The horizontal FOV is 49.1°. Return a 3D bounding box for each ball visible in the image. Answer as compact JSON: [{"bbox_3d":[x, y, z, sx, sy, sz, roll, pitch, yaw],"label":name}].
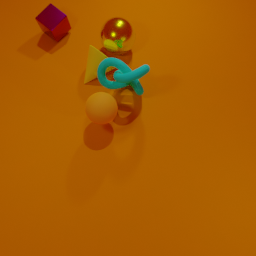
[{"bbox_3d":[-0.353,-3.182,9.683,1.245,1.245,1.245,0,63,0],"label":"ball"},{"bbox_3d":[-0.768,-0.565,8.073,0.935,0.935,0.935,0,63,0],"label":"ball"}]

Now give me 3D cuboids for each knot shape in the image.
[{"bbox_3d":[0.000,-1.576,8.529,1.661,1.554,0.767,18,79,-31],"label":"knot shape"}]

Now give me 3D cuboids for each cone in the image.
[{"bbox_3d":[-1.146,-1.960,9.454,1.159,1.159,1.163,38,96,18],"label":"cone"}]

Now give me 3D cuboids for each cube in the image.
[{"bbox_3d":[-2.674,-3.776,10.108,0.807,0.807,0.807,39,81,10],"label":"cube"}]
